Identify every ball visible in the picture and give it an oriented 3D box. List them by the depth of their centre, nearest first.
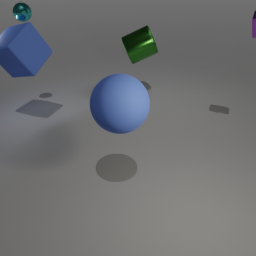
[{"bbox_3d":[-0.193,-0.562,6.566,1.400,1.400,1.400,0,29,0],"label":"ball"},{"bbox_3d":[-4.086,-4.472,10.827,0.700,0.700,0.700,0,29,0],"label":"ball"}]

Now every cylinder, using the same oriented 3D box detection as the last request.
[{"bbox_3d":[0.581,-4.045,13.661,1.400,1.400,1.400,-22,27,9],"label":"cylinder"}]

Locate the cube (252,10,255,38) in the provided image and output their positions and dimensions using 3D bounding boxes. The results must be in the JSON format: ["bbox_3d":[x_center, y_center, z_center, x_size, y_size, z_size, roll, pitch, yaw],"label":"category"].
[{"bbox_3d":[4.605,-3.528,9.437,0.700,0.700,0.700,5,43,29],"label":"cube"}]

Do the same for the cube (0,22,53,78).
[{"bbox_3d":[-4.039,-2.902,10.568,1.400,1.400,1.400,4,55,34],"label":"cube"}]
